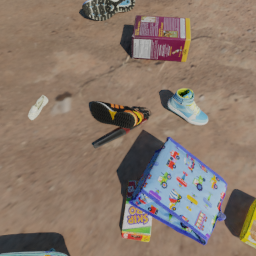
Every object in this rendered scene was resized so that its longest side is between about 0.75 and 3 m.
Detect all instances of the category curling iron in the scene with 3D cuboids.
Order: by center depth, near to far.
[{"bbox_3d":[-0.211,-0.005,10.481,2.606,0.333,0.646,-35,99,-18],"label":"curling iron"}]

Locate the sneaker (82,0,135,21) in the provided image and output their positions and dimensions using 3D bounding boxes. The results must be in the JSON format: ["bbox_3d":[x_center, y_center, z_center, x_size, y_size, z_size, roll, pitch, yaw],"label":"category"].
[{"bbox_3d":[-1.104,-6.526,14.815,2.906,1.139,1.307,-21,45,-23],"label":"sneaker"}]

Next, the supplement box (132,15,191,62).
[{"bbox_3d":[1.502,-4.072,12.771,2.527,1.304,1.654,5,55,4],"label":"supplement box"}]

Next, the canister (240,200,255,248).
[{"bbox_3d":[4.439,3.099,8.057,1.986,0.860,1.475,25,59,18],"label":"canister"}]

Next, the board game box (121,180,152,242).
[{"bbox_3d":[0.337,2.560,8.796,0.875,0.275,1.832,7,58,3],"label":"board game box"}]

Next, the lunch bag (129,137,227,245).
[{"bbox_3d":[1.806,1.995,8.608,2.801,1.318,2.109,32,57,1],"label":"lunch bag"}]

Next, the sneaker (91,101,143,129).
[{"bbox_3d":[-0.421,-0.545,10.744,2.160,0.755,0.972,19,22,30],"label":"sneaker"}]

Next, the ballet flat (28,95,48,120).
[{"bbox_3d":[-3.607,-0.857,11.102,0.419,0.419,1.169,19,58,13],"label":"ballet flat"}]

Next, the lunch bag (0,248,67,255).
[{"bbox_3d":[-2.544,4.163,7.268,2.345,0.904,1.881,0,52,-1],"label":"lunch bag"}]

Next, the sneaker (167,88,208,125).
[{"bbox_3d":[2.395,-0.826,10.516,1.718,1.122,0.683,28,57,3],"label":"sneaker"}]
